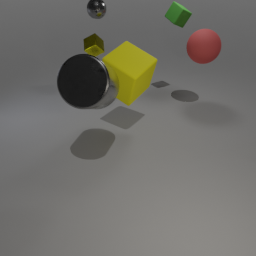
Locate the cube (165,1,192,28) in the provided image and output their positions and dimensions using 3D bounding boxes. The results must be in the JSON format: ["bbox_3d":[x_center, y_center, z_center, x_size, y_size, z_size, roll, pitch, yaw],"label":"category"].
[{"bbox_3d":[2.153,-4.852,12.004,0.700,0.700,0.700,-2,46,-46],"label":"cube"}]

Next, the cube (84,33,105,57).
[{"bbox_3d":[-1.606,-3.890,13.245,0.700,0.700,0.700,-18,65,27],"label":"cube"}]

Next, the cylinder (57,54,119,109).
[{"bbox_3d":[-1.044,-1.218,7.744,1.400,1.400,1.400,5,5,9],"label":"cylinder"}]

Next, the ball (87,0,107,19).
[{"bbox_3d":[-1.113,-4.233,9.940,0.700,0.700,0.700,0,30,0],"label":"ball"}]

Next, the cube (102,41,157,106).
[{"bbox_3d":[-0.018,-1.954,10.038,1.400,1.400,1.400,35,55,14],"label":"cube"}]

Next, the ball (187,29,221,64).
[{"bbox_3d":[3.149,-3.384,11.648,1.400,1.400,1.400,0,30,0],"label":"ball"}]
